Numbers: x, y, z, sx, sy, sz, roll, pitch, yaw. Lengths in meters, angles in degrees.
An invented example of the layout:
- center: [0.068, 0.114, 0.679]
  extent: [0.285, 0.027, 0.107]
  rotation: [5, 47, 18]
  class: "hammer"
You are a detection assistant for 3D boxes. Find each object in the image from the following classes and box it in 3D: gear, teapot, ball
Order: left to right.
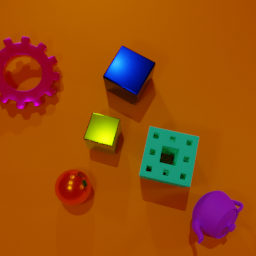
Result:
- center: [-3.136, -1.636, 8.427]
  extent: [2.090, 0.387, 2.090]
  rotation: [0, 92, -12]
  class: "gear"
- center: [-1.520, 1.636, 7.746]
  extent: [0.990, 0.990, 0.990]
  rotation: [0, 78, 0]
  class: "ball"
- center: [2.299, 2.353, 7.323]
  extent: [2.028, 1.261, 0.993]
  rotation: [-17, 32, -32]
  class: "teapot"

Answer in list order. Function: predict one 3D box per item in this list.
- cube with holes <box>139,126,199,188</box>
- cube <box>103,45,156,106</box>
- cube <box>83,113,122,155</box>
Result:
- center: [1.078, 0.839, 7.689]
  extent: [1.295, 1.295, 1.295]
  rotation: [12, 78, 6]
  class: "cube with holes"
- center: [0.036, -1.522, 8.343]
  extent: [1.120, 1.120, 1.120]
  rotation: [29, 80, 5]
  class: "cube"
- center: [-0.700, 0.181, 8.041]
  extent: [0.843, 0.843, 0.843]
  rotation: [13, 68, 7]
  class: "cube"
